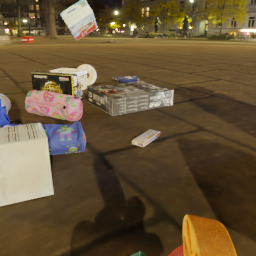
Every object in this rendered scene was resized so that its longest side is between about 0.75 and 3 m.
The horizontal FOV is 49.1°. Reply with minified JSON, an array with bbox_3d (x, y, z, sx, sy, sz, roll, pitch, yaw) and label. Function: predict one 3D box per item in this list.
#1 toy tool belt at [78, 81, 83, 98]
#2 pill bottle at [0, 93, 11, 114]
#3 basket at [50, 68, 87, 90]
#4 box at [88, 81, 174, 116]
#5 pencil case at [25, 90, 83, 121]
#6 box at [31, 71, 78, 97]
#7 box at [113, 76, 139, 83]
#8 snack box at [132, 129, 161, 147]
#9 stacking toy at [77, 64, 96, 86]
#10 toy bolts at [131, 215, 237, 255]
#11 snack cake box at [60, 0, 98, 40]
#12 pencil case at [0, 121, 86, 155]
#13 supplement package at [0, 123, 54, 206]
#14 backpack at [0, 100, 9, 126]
[{"bbox_3d":[-2.387,-1.774,12.590,0.764,0.752,1.223,-2,21,-6],"label":"toy tool belt"},{"bbox_3d":[-4.476,-0.524,8.874,1.032,1.032,1.839,1,20,3],"label":"pill bottle"},{"bbox_3d":[-2.920,-2.400,13.937,1.597,0.985,1.083,9,23,24],"label":"basket"},{"bbox_3d":[0.084,-1.291,11.369,2.801,0.697,2.209,-12,24,-29],"label":"box"},{"bbox_3d":[-2.594,-0.797,9.755,2.129,0.931,0.931,12,24,28],"label":"pencil case"},{"bbox_3d":[-2.738,-1.360,10.546,1.774,1.417,0.438,8,22,18],"label":"box"},{"bbox_3d":[-0.149,-2.792,16.050,1.430,0.232,0.866,-2,20,-10],"label":"box"},{"bbox_3d":[0.543,0.277,8.007,0.374,0.127,1.041,13,24,31],"label":"snack box"},{"bbox_3d":[-2.442,-2.806,15.432,1.141,1.141,1.562,-8,3,-20],"label":"stacking toy"},{"bbox_3d":[0.062,1.605,2.425,1.403,1.932,2.022,-5,3,2],"label":"toy bolts"},{"bbox_3d":[-1.925,-4.318,11.309,1.104,0.645,1.920,-33,3,0],"label":"snack cake box"},{"bbox_3d":[-2.106,0.266,6.996,2.075,0.810,0.901,-4,52,-12],"label":"pencil case"},{"bbox_3d":[-2.196,0.672,5.372,1.284,1.228,0.944,-8,22,-21],"label":"supplement package"},{"bbox_3d":[-4.295,-0.312,6.524,2.299,1.929,1.868,-28,69,-39],"label":"backpack"}]
